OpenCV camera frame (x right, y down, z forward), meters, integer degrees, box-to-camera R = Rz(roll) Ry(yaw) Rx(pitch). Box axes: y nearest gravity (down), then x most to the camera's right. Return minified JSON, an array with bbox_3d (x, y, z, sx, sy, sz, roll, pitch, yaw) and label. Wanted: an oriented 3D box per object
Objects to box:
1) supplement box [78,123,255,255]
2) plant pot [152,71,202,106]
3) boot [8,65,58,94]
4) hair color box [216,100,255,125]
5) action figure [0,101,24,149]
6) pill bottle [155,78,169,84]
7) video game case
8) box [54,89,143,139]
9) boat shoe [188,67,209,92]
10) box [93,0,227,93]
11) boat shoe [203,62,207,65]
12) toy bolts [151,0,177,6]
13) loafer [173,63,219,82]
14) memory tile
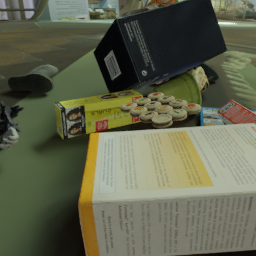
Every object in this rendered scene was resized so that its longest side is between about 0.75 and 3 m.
[{"bbox_3d":[0.847,0.851,4.296,2.937,1.080,1.851,-3,26,0],"label":"supplement box"},{"bbox_3d":[1.370,-0.941,8.330,1.127,1.225,1.225,-18,28,-11],"label":"plant pot"},{"bbox_3d":[-3.337,-1.970,11.015,1.956,0.781,2.152,9,20,15],"label":"boot"},{"bbox_3d":[2.510,0.061,5.754,0.468,0.811,1.463,-38,26,7],"label":"hair color box"},{"bbox_3d":[-3.186,0.020,5.900,1.587,1.363,2.671,-25,-18,9],"label":"action figure"},{"bbox_3d":[1.378,-2.077,11.422,0.439,0.439,0.781,20,31,36],"label":"pill bottle"},{"bbox_3d":[2.817,0.112,6.985,1.956,0.243,2.733,5,26,11],"label":"video game case"},{"bbox_3d":[-0.723,-0.400,7.381,2.293,0.863,0.575,-13,29,-27],"label":"box"},{"bbox_3d":[2.404,-1.577,10.008,0.824,0.910,2.553,50,27,5],"label":"boat shoe"},{"bbox_3d":[0.830,-2.368,8.693,2.925,1.817,2.949,-23,5,-17],"label":"box"},{"bbox_3d":[2.367,-2.775,12.228,2.771,0.999,0.983,-16,25,-34],"label":"boat shoe"},{"bbox_3d":[1.088,-4.583,10.485,1.239,1.297,0.899,37,28,21],"label":"toy bolts"},{"bbox_3d":[2.711,-2.250,11.458,2.057,0.744,0.749,15,43,-14],"label":"loafer"},{"bbox_3d":[0.341,-0.231,3.166,0.638,0.070,0.832,-23,29,-26],"label":"memory tile"}]
